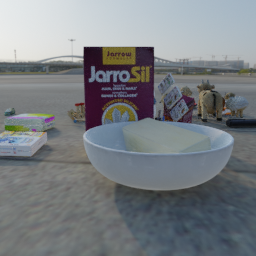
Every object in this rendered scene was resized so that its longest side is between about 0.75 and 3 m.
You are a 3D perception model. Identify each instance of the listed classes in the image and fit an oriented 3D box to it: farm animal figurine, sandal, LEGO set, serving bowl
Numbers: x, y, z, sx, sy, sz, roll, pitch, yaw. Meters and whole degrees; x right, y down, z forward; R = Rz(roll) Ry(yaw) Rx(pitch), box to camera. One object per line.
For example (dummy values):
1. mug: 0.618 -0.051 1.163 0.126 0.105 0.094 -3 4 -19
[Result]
1. farm animal figurine: 3.069 -1.239 11.794 2.905 1.515 2.873 -8 17 -13
2. sandal: 4.358 -0.980 13.102 2.226 0.638 0.853 -9 14 -38
3. LEGO set: 0.909 -0.398 7.351 0.415 1.689 1.262 6 50 -35
4. serving bowl: 0.518 0.501 5.138 2.632 0.866 2.632 0 12 0

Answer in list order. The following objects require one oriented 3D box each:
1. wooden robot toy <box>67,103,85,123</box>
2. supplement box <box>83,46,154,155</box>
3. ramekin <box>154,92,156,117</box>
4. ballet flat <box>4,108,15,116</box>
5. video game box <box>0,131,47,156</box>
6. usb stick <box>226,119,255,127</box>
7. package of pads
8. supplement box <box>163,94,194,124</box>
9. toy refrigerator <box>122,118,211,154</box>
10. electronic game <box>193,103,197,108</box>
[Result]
1. wooden robot toy: -2.037 -0.629 11.418 0.769 0.747 1.695 -5 6 36
2. supplement box: -0.223 -0.671 6.848 1.633 2.495 1.287 -2 11 -4
3. ramekin: 0.046 -0.998 10.275 2.021 0.985 2.021 1 38 0
4. ballet flat: -5.514 -0.776 13.003 0.313 0.313 0.844 0 12 2
5. video game box: -2.815 0.377 7.090 1.183 0.304 1.298 3 14 0
6. usb stick: 4.422 -0.184 10.060 1.767 0.288 0.490 -1 5 -3
7. package of pads: -3.335 -0.203 9.651 1.389 0.474 1.073 2 12 11
8. supplement box: 1.356 -0.303 7.666 0.651 1.179 0.505 27 42 35
9. toy refrigerator: 0.656 0.344 5.239 0.682 0.628 1.796 -22 23 -26
10. electronic game: 3.032 -1.304 15.523 1.566 0.326 1.566 0 11 0
